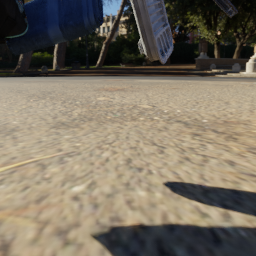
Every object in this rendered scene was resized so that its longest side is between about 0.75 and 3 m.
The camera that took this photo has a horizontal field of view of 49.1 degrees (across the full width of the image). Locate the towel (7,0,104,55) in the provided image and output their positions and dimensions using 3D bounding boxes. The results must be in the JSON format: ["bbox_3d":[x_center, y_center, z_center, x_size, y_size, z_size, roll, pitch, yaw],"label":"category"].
[{"bbox_3d":[-1.619,-2.372,6.203,2.222,1.240,0.539,-11,-22,14],"label":"towel"}]

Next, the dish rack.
[{"bbox_3d":[0.521,-3.073,7.244,0.571,2.623,2.251,-8,25,22],"label":"dish rack"}]

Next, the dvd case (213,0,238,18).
[{"bbox_3d":[1.073,-2.472,4.481,1.535,0.165,2.065,41,28,-10],"label":"dvd case"}]

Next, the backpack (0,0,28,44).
[{"bbox_3d":[-3.033,-2.612,5.407,1.816,1.584,2.066,-18,43,-6],"label":"backpack"}]
